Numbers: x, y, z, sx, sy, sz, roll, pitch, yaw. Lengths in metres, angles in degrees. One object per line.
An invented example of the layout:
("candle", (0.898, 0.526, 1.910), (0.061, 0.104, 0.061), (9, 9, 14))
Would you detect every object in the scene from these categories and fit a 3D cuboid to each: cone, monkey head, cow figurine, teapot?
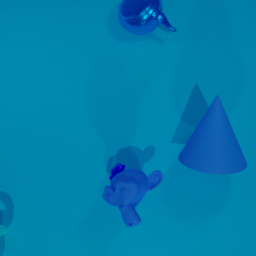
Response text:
("cone", (1.945, 0.016, 6.294), (1.535, 1.535, 1.541), (0, 106, 0))
("monkey head", (0.062, 1.516, 6.230), (1.594, 0.961, 1.147), (-30, 80, 31))
("cow figurine", (-0.030, 1.312, 6.951), (0.518, 0.928, 0.943), (-43, 67, -1))
("teapot", (0.446, -3.076, 7.626), (2.020, 0.989, 1.256), (34, 88, 35))

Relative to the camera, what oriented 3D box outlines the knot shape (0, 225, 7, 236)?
("knot shape", (-3.368, 2.850, 6.361), (0.666, 1.441, 1.348), (12, 68, -3))
